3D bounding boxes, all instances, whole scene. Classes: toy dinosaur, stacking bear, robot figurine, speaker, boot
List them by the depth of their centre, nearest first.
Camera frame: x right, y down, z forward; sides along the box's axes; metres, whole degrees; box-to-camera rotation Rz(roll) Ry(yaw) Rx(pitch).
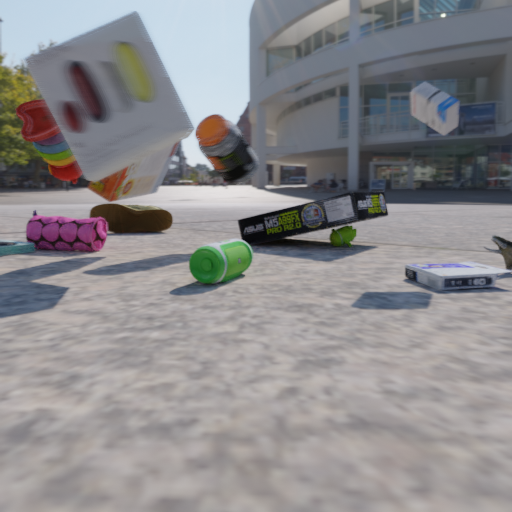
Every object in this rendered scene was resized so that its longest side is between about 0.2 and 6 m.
[{"bbox_3d":[-0.493,0.067,8.333,0.591,0.591,1.336,2,7,19],"label":"speaker"},{"bbox_3d":[4.645,0.064,8.822,1.800,0.693,0.920,14,26,41],"label":"toy dinosaur"},{"bbox_3d":[-4.430,-2.436,12.541,1.083,1.156,1.904,-20,-32,-10],"label":"stacking bear"},{"bbox_3d":[2.006,-0.460,13.054,0.693,0.401,0.608,-24,47,-21],"label":"robot figurine"},{"bbox_3d":[-3.894,-1.228,17.725,2.482,0.904,1.929,0,7,-9],"label":"boot"}]

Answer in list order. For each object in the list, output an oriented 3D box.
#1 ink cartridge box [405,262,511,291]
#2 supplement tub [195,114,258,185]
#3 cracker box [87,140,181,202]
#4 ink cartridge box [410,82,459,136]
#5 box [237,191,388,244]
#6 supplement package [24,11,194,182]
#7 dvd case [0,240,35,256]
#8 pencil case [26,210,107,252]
[{"bbox_3d":[2.863,0.272,8.001,1.098,0.238,1.088,-3,8,-10],"label":"ink cartridge box"},{"bbox_3d":[-0.680,-2.424,12.779,0.988,0.988,1.613,4,-24,27],"label":"supplement tub"},{"bbox_3d":[-2.443,-1.926,11.502,0.599,1.390,2.075,31,18,9],"label":"cracker box"},{"bbox_3d":[3.214,-2.667,10.108,0.354,0.614,0.841,-35,54,-9],"label":"ink cartridge box"},{"bbox_3d":[1.405,-0.922,13.534,2.969,0.657,2.378,-11,1,30],"label":"box"},{"bbox_3d":[-2.394,-2.579,9.418,1.938,2.027,1.491,-28,11,-8],"label":"supplement package"},{"bbox_3d":[-5.993,-0.173,11.782,2.165,0.238,1.581,4,8,35],"label":"dvd case"},{"bbox_3d":[-4.117,-0.541,12.283,1.827,0.829,0.856,6,24,19],"label":"pencil case"}]
